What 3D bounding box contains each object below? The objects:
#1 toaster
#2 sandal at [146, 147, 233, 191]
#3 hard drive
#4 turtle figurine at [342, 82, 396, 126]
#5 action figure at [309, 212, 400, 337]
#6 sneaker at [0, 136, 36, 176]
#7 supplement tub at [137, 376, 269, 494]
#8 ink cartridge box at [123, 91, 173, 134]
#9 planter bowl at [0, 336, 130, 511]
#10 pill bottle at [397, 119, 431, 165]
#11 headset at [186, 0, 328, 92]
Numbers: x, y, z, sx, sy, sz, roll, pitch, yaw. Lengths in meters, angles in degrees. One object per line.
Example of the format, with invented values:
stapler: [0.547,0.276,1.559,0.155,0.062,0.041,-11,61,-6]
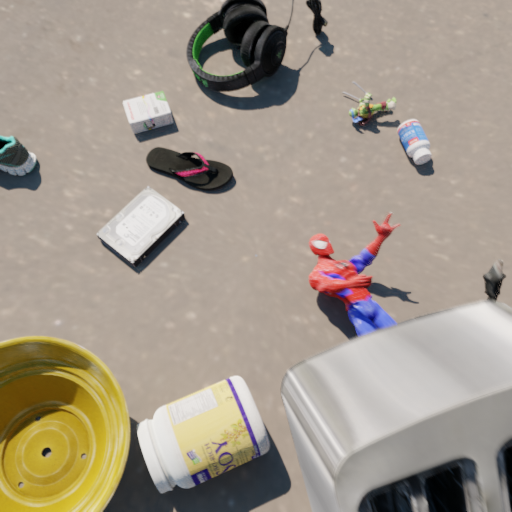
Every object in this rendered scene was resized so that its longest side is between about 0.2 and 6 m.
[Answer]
toaster: [2.288,2.426,6.766,3.318,2.177,3.670,-17,106,-8]
sandal: [-1.303,-1.717,10.662,1.749,0.394,0.657,17,65,8]
hard drive: [-2.083,-0.547,10.170,0.943,0.255,1.350,37,70,17]
turtle figurine: [2.285,-3.133,11.219,0.904,0.671,0.932,-5,67,-7]
action figure: [1.980,0.748,8.749,1.112,1.687,3.409,-16,60,-35]
sneaker: [-5.151,-2.065,10.592,1.821,0.830,0.706,4,64,3]
supplement tub: [-0.763,2.580,8.092,1.651,1.201,1.201,-22,66,-10]
ink cartridge box: [-2.174,-2.882,11.257,0.850,0.357,0.615,-18,65,-8]
planter bowl: [-3.165,2.739,8.000,2.958,1.232,2.958,0,64,0]
pill bottle: [3.092,-2.198,10.867,0.458,0.458,0.816,-14,65,-7]
headset: [0.046,-4.546,11.882,3.071,1.443,1.897,-31,64,2]
